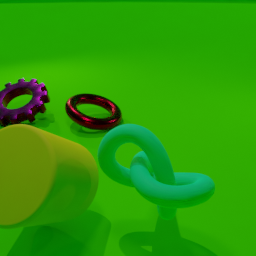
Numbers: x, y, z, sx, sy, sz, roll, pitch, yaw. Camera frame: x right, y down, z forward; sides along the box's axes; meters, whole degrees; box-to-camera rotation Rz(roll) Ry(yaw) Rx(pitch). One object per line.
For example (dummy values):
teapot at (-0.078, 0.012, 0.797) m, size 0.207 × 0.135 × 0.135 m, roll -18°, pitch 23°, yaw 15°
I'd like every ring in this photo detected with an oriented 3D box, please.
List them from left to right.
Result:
ring at (-0.989, -0.503, 8.181) m, size 1.690 × 0.338 × 1.690 m, roll 13°, pitch 32°, yaw -8°

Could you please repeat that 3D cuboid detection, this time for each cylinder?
cylinder at (-1.326, 0.755, 4.256) m, size 1.363 × 1.363 × 1.363 m, roll 11°, pitch -10°, yaw 21°

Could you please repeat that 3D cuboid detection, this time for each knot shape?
knot shape at (0.454, 0.725, 4.032) m, size 0.800 × 1.731 × 1.620 m, roll -52°, pitch 31°, yaw -14°

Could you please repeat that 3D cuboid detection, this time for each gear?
gear at (-3.274, -0.797, 8.445) m, size 1.766 × 0.327 × 1.766 m, roll -4°, pitch 50°, yaw 5°
